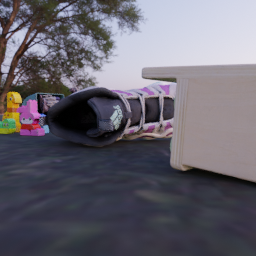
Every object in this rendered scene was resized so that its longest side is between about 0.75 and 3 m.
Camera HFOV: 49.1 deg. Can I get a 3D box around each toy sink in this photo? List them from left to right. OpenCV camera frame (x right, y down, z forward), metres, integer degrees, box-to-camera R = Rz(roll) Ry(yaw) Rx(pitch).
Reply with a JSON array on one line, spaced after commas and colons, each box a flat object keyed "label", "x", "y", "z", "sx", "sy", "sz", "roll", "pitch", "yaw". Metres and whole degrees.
[{"label": "toy sink", "x": 0.992, "y": -0.062, "z": 2.526, "sx": 1.610, "sy": 0.902, "sz": 1.050, "roll": 10, "pitch": 9, "yaw": 41}]

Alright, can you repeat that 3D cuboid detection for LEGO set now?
[{"label": "LEGO set", "x": -2.843, "y": -0.394, "z": 6.911, "sx": 2.495, "sy": 1.024, "sz": 0.952, "roll": 2, "pitch": 3, "yaw": 25}]

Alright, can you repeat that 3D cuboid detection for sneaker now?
[{"label": "sneaker", "x": -0.003, "y": -0.176, "z": 4.383, "sx": 2.723, "sy": 1.059, "sz": 1.905, "roll": -9, "pitch": 4, "yaw": 5}]

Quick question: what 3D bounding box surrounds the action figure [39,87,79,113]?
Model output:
[{"label": "action figure", "x": -2.156, "y": -0.950, "z": 10.701, "sx": 2.281, "sy": 0.791, "sz": 1.484, "roll": -5, "pitch": 37, "yaw": -27}]

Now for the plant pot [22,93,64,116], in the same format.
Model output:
[{"label": "plant pot", "x": -3.502, "y": -0.684, "z": 11.194, "sx": 1.682, "sy": 1.188, "sz": 1.189, "roll": -3, "pitch": 0, "yaw": 44}]
